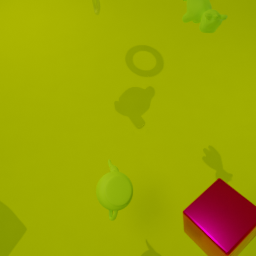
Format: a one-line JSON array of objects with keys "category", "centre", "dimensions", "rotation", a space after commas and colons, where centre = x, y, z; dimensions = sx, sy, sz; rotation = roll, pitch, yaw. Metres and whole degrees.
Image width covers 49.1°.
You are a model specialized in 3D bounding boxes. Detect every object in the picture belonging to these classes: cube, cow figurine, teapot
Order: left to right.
[{"category": "teapot", "centre": [-0.265, 1.059, 4.875], "dimensions": [0.663, 0.522, 1.067], "rotation": [6, 75, -26]}, {"category": "cow figurine", "centre": [1.371, -2.162, 5.075], "dimensions": [0.494, 0.886, 0.901], "rotation": [-7, 97, -25]}, {"category": "cube", "centre": [1.644, 1.686, 4.944], "dimensions": [0.958, 0.958, 0.958], "rotation": [-36, 52, -17]}]

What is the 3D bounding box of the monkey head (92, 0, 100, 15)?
[{"category": "monkey head", "centre": [-0.733, -3.515, 6.178], "dimensions": [1.077, 1.787, 1.286], "rotation": [7, 17, -29]}]
